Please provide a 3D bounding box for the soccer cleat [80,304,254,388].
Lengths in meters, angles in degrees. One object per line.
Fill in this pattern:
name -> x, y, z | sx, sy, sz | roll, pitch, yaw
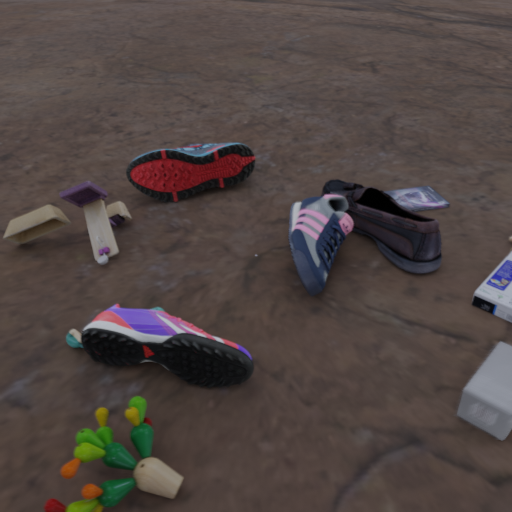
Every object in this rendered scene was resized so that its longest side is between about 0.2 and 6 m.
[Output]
soccer cleat -> -1.261, 1.250, 8.427 | 2.686, 0.916, 0.983 | 7, 34, 15

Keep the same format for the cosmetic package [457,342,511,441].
cosmetic package -> 3.437, 1.842, 7.819 | 0.698, 0.589, 1.306 | 26, 39, 36

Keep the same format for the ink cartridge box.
ink cartridge box -> 4.600, 0.533, 9.958 | 0.852, 0.336, 1.713 | 27, 44, 34

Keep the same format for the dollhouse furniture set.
dollhouse furniture set -> -3.676, -0.216, 11.236 | 2.117, 1.677, 1.502 | -21, 76, 8

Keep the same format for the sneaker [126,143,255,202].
sneaker -> -1.612, -2.046, 13.344 | 3.010, 1.194, 1.438 | -9, 18, -20

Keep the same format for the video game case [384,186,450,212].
video game case -> 3.609, -1.292, 12.839 | 1.303, 0.124, 0.931 | -8, 35, -13

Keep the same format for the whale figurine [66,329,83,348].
whale figurine -> -2.810, 1.341, 8.760 | 0.245, 0.375, 0.472 | -48, 33, -11

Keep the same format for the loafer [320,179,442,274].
loafer -> 2.535, -0.946, 11.452 | 1.238, 1.085, 3.444 | -16, 37, -23

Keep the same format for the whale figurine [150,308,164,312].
whale figurine -> -1.742, 0.971, 9.359 | 0.465, 0.241, 0.370 | 10, 28, 10

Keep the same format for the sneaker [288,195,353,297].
sneaker -> 1.258, -0.369, 10.454 | 1.132, 0.968, 2.760 | -18, 34, 15

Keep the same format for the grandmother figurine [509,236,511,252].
grandmother figurine -> 5.489, -0.312, 11.185 | 0.767, 0.383, 1.265 | 26, 44, 19

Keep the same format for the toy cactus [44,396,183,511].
toy cactus -> -1.586, 2.560, 6.761 | 1.389, 0.860, 1.683 | 25, 35, 3
